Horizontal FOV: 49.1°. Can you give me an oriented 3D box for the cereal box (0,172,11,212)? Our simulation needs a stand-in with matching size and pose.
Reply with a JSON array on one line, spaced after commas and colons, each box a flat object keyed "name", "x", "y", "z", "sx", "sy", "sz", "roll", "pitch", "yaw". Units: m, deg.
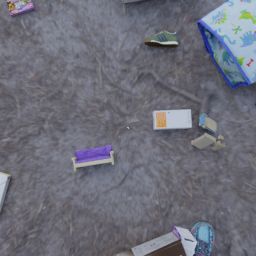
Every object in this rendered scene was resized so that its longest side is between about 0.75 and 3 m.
[{"name": "cereal box", "x": -4.888, "y": 2.252, "z": 9.910, "sx": 1.074, "sy": 0.295, "sz": 1.493, "roll": 14, "pitch": 88, "yaw": 5}]

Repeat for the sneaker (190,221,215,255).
[{"name": "sneaker", "x": 2.484, "y": 4.306, "z": 9.397, "sx": 0.895, "sy": 1.078, "sz": 2.256, "roll": 13, "pitch": 86, "yaw": 1}]

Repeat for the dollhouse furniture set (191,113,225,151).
[{"name": "dollhouse furniture set", "x": 2.867, "y": 0.172, "z": 10.115, "sx": 1.019, "sy": 0.704, "sz": 1.080, "roll": 27, "pitch": 54, "yaw": -19}]

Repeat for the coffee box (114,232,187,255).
[{"name": "coffee box", "x": 0.498, "y": 4.234, "z": 8.010, "sx": 2.564, "sy": 1.022, "sz": 1.466, "roll": -21, "pitch": 87, "yaw": -6}]

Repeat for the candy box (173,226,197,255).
[{"name": "candy box", "x": 1.694, "y": 4.250, "z": 9.284, "sx": 0.559, "sy": 1.311, "sz": 1.563, "roll": 16, "pitch": 86, "yaw": 1}]

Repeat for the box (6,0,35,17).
[{"name": "box", "x": -4.019, "y": -4.611, "z": 10.464, "sx": 0.897, "sy": 0.175, "sz": 0.614, "roll": -20, "pitch": 86, "yaw": -1}]

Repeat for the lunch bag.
[{"name": "lunch bag", "x": 4.017, "y": -3.111, "z": 9.578, "sx": 2.351, "sy": 1.762, "sz": 2.765, "roll": -35, "pitch": 96, "yaw": -2}]

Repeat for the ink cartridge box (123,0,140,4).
[{"name": "ink cartridge box", "x": 1.000, "y": -6.212, "z": 10.039, "sx": 2.932, "sy": 1.230, "sz": 2.574, "roll": -11, "pitch": 86, "yaw": -1}]

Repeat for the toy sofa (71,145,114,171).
[{"name": "toy sofa", "x": -1.215, "y": 1.040, "z": 9.865, "sx": 1.459, "sy": 0.604, "sz": 0.712, "roll": -9, "pitch": 87, "yaw": -1}]

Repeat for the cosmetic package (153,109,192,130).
[{"name": "cosmetic package", "x": 1.570, "y": -0.294, "z": 10.024, "sx": 1.309, "sy": 0.466, "sz": 0.664, "roll": -3, "pitch": 86, "yaw": -1}]

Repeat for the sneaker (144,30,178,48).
[{"name": "sneaker", "x": 1.225, "y": -3.303, "z": 10.275, "sx": 1.260, "sy": 0.423, "sz": 0.566, "roll": 3, "pitch": 83, "yaw": -3}]
